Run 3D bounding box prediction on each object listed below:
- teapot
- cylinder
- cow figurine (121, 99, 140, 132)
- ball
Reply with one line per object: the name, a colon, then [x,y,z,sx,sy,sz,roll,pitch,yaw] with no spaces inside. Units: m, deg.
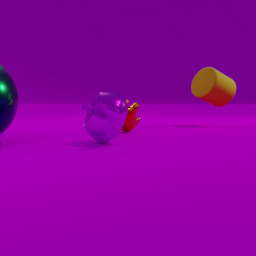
teapot: [-0.400,-0.214,4.394,0.661,0.839,1.350,25,-10,-14]
cylinder: [2.330,-1.103,7.651,0.861,0.861,0.861,19,-6,-32]
cow figurine: [-0.124,-0.197,5.890,0.517,0.942,0.927,19,52,26]
ball: [-2.386,-0.438,4.195,1.395,1.395,1.395,0,5,0]
